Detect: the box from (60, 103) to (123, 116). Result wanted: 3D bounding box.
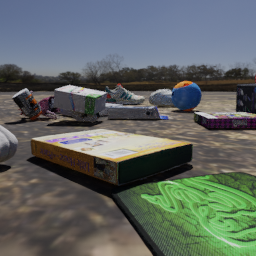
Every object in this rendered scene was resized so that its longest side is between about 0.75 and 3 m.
[{"bbox_3d":[-1.619,-0.825,12.532,2.257,0.465,1.760,-9,13,-40],"label":"box"}]

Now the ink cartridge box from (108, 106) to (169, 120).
[{"bbox_3d":[0.446,-0.633,11.363,2.403,0.471,1.195,2,9,4],"label":"ink cartridge box"}]

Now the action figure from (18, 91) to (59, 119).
[{"bbox_3d":[-3.615,-0.706,11.368,1.809,1.347,1.212,-15,-28,10],"label":"action figure"}]

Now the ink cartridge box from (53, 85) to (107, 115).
[{"bbox_3d":[-1.741,-1.049,10.292,1.611,0.677,1.167,12,19,13],"label":"ink cartridge box"}]

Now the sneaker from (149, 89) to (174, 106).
[{"bbox_3d":[2.665,-1.723,16.688,2.816,1.058,1.141,-2,18,-8],"label":"sneaker"}]

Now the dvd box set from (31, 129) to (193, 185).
[{"bbox_3d":[-0.360,0.391,5.108,2.479,0.364,1.813,8,12,44],"label":"dvd box set"}]

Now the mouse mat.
[{"bbox_3d":[1.170,0.927,2.777,2.150,0.101,2.671,-4,9,-19],"label":"mouse mat"}]

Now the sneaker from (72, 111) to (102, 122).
[{"bbox_3d":[-1.511,-0.454,10.448,1.079,0.407,0.614,10,12,24],"label":"sneaker"}]

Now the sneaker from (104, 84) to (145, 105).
[{"bbox_3d":[-0.212,-2.186,18.195,2.857,1.336,1.006,-4,9,-18],"label":"sneaker"}]

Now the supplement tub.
[{"bbox_3d":[-3.757,-0.877,10.539,0.662,1.080,0.662,-26,26,13],"label":"supplement tub"}]

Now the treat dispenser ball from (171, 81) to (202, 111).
[{"bbox_3d":[2.988,-1.634,14.361,1.520,1.520,1.520,0,9,0],"label":"treat dispenser ball"}]

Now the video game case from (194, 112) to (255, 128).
[{"bbox_3d":[3.432,-0.286,9.440,2.034,0.364,1.844,0,9,0],"label":"video game case"}]

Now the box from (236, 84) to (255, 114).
[{"bbox_3d":[5.316,-0.895,10.050,1.561,1.355,2.554,-4,10,-16],"label":"box"}]

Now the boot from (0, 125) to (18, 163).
[{"bbox_3d":[-3.400,0.220,4.771,2.966,1.091,1.418,12,6,19],"label":"boot"}]
